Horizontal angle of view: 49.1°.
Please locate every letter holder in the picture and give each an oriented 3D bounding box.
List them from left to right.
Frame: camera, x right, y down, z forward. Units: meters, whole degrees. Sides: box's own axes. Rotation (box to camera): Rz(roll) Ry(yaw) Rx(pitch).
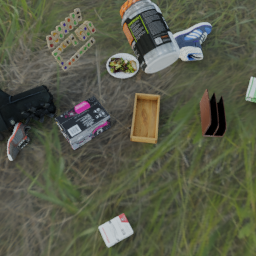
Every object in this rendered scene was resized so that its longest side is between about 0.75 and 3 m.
[{"bbox_3d":[3.466,-0.631,11.236,0.830,1.173,1.650,3,61,2],"label":"letter holder"}]

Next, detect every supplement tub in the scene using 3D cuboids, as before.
[{"bbox_3d":[0.776,-3.562,10.676,1.592,1.592,2.599,-23,83,-12],"label":"supplement tub"}]

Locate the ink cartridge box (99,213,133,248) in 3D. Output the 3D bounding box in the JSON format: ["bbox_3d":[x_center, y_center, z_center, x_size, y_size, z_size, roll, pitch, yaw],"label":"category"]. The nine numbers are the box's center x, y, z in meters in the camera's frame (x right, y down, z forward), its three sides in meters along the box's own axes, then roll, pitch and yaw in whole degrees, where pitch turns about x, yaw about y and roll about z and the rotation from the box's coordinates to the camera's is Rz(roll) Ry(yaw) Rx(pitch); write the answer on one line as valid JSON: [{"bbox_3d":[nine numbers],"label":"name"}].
[{"bbox_3d":[-0.407,3.452,9.441,0.971,0.402,0.712,-25,64,-13],"label":"ink cartridge box"}]

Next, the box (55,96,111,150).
[{"bbox_3d":[-1.728,-0.185,11.077,1.799,1.032,1.189,-33,68,-15],"label":"box"}]

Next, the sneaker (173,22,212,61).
[{"bbox_3d":[3.277,-3.907,13.205,2.311,0.931,1.692,-22,67,-13],"label":"sneaker"}]

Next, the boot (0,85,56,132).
[{"bbox_3d":[-4.506,-1.223,11.639,2.385,1.077,2.910,-25,55,-21],"label":"boot"}]

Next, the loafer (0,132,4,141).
[{"bbox_3d":[-5.921,-0.105,11.150,2.233,0.815,0.797,39,68,19],"label":"loafer"}]

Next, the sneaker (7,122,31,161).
[{"bbox_3d":[-4.217,0.509,10.956,0.667,0.628,1.629,8,62,-3],"label":"sneaker"}]

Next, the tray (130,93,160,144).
[{"bbox_3d":[0.733,-0.428,11.581,1.054,0.396,2.138,5,61,3],"label":"tray"}]

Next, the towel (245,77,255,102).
[{"bbox_3d":[6.238,-1.495,11.947,2.138,0.250,1.631,16,49,19],"label":"towel"}]

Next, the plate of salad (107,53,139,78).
[{"bbox_3d":[-0.242,-2.940,12.964,1.511,0.363,1.511,0,62,0],"label":"plate of salad"}]

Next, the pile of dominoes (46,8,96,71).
[{"bbox_3d":[-1.928,-3.095,9.875,0.291,1.426,1.829,27,70,40],"label":"pile of dominoes"}]
